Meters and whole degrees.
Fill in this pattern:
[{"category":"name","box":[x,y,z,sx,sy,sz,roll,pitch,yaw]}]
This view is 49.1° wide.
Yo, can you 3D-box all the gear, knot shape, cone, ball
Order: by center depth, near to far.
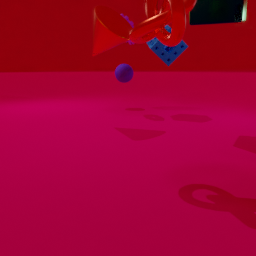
[{"category":"knot shape","box":[0.618,-1.917,4.570,0.594,1.204,1.286,30,-13,-29]},{"category":"cone","box":[-0.786,-2.824,8.986,1.454,1.454,1.460,-15,-24,-49]},{"category":"gear","box":[-0.064,-3.967,11.311,0.229,1.241,1.241,-40,25,-12]},{"category":"ball","box":[-0.176,-2.536,13.006,0.869,0.869,0.869,0,13,0]}]

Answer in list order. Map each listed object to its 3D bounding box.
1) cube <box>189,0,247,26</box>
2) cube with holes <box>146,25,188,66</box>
[{"category":"cube","box":[2.459,-3.507,7.527,1.331,1.331,1.331,6,22,24]},{"category":"cube with holes","box":[1.522,-3.346,11.153,1.056,1.056,1.056,37,20,-26]}]
